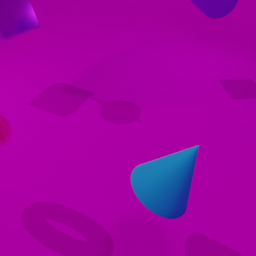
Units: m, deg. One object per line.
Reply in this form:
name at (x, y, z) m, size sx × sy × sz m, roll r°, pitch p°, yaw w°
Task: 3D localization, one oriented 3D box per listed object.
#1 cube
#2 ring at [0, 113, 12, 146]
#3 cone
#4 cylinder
cube at (-3.659, -3.275, 7.995) m, size 1.350 × 1.350 × 1.350 m, roll 3°, pitch 34°, yaw 35°
ring at (-2.858, -0.240, 4.380) m, size 2.047 × 2.047 × 0.409 m, roll 12°, pitch 68°, yaw 12°
cone at (0.754, 0.627, 4.255) m, size 1.055 × 1.059 × 1.055 m, roll 23°, pitch 33°, yaw -16°
cylinder at (2.496, -3.959, 8.221) m, size 1.130 × 1.130 × 1.130 m, roll -6°, pitch 41°, yaw -7°
